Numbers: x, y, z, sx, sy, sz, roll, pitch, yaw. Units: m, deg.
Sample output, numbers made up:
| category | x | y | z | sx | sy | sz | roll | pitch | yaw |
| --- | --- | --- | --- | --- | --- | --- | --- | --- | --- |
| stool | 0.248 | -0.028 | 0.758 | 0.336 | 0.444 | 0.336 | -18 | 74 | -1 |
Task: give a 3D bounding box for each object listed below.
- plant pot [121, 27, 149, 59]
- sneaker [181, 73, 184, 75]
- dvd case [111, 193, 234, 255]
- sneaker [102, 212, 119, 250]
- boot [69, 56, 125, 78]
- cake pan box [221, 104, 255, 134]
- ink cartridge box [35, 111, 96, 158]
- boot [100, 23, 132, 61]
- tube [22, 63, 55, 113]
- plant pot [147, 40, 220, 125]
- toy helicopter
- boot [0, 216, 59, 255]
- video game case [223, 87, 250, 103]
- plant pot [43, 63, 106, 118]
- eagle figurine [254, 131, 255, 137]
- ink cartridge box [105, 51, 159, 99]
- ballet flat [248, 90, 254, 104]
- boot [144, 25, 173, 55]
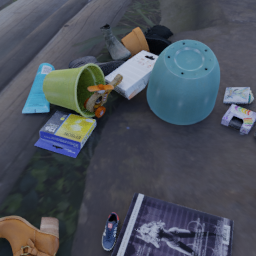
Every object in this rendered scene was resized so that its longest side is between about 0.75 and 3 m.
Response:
| category | x | y | z | sx | sy | sz | roll | pitch | yaw |
| --- | --- | --- | --- | --- | --- | --- | --- | --- | --- |
| plant pot | 0.325 | -4.272 | 14.498 | 1.068 | 1.526 | 1.526 | -24 | 47 | -2 |
| sneaker | 2.377 | -1.928 | 12.315 | 2.737 | 1.054 | 1.162 | -11 | 50 | -11 |
| dvd case | 1.262 | 3.103 | 7.652 | 2.973 | 0.237 | 2.211 | 13 | 46 | 13 |
| sneaker | -0.498 | 2.834 | 7.791 | 0.386 | 0.435 | 1.029 | 5 | 45 | 5 |
| boot | -1.393 | -3.036 | 13.551 | 2.754 | 0.961 | 1.813 | -10 | 39 | -17 |
| cake pan box | 4.444 | -0.361 | 11.186 | 1.111 | 0.316 | 1.206 | 26 | 50 | 27 |
| ink cartridge box | -2.354 | 0.158 | 10.594 | 1.748 | 0.416 | 1.768 | 14 | 44 | 14 |
| boot | -0.746 | -4.261 | 13.880 | 0.843 | 1.626 | 2.489 | -30 | 33 | -8 |
| tube | -3.818 | -1.733 | 12.391 | 1.115 | 0.726 | 2.879 | -6 | 49 | 5 |
| plant pot | 2.182 | -1.927 | 10.785 | 2.884 | 2.315 | 2.884 | -1 | 62 | 2 |
| toy helicopter | -0.937 | -1.505 | 11.247 | 0.815 | 1.367 | 2.067 | 36 | 70 | 17 |
| boot | -2.824 | 3.177 | 7.342 | 1.973 | 0.757 | 1.532 | 3 | 48 | -7 |
| video game case | 4.751 | -1.437 | 12.239 | 0.988 | 0.119 | 1.084 | 3 | 42 | 26 |
| plant pot | -2.286 | -1.602 | 11.428 | 1.959 | 2.131 | 2.131 | 9 | 44 | 25 |
| eagle figurine | 5.848 | -0.156 | 10.479 | 1.606 | 1.597 | 2.116 | -3 | 61 | 60 |
| ink cartridge box | 0.353 | -2.419 | 12.448 | 2.345 | 0.588 | 1.902 | -36 | 40 | -13 |
| ballet flat | 5.343 | -1.360 | 12.241 | 0.326 | 0.326 | 0.939 | 6 | 44 | 6 |
| boot | 1.869 | -4.918 | 15.530 | 2.377 | 0.879 | 1.948 | 25 | 48 | 26 |
